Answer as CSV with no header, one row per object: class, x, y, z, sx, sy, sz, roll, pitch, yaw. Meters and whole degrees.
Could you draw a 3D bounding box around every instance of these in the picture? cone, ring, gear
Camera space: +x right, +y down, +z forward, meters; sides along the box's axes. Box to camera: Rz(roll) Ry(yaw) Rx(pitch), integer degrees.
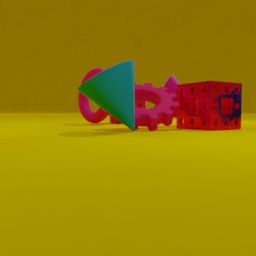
cone,-0.162,-0.504,5.772,1.287,1.292,1.287,-27,3,1
ring,-1.104,-1.094,9.516,0.375,1.876,1.876,4,0,-41
gear,0.334,-0.586,6.862,1.778,0.329,1.778,2,35,-2
cone,1.603,-0.777,8.447,1.254,1.249,1.249,28,8,8

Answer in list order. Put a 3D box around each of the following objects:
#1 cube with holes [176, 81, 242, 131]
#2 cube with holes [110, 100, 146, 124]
cube with holes,2.005,-0.540,6.996,1.116,1.116,1.116,-2,4,-32
cube with holes,-0.058,-0.842,10.674,1.247,1.247,1.247,-3,4,-7
